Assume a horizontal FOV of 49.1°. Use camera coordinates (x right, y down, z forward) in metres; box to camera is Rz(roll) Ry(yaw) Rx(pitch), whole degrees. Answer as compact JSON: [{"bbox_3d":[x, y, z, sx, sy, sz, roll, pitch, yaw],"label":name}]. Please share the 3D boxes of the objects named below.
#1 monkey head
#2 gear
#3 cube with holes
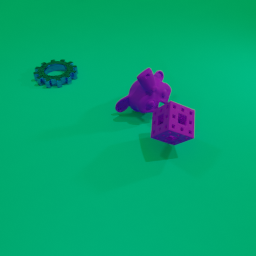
[{"bbox_3d":[0.462,-1.097,7.830,1.869,1.345,1.127,-39,37,-14],"label":"monkey head"},{"bbox_3d":[-2.451,-1.874,9.548,1.438,0.266,1.438,0,42,0],"label":"gear"},{"bbox_3d":[1.085,-0.095,6.809,0.741,0.741,0.741,18,66,-25],"label":"cube with holes"}]
